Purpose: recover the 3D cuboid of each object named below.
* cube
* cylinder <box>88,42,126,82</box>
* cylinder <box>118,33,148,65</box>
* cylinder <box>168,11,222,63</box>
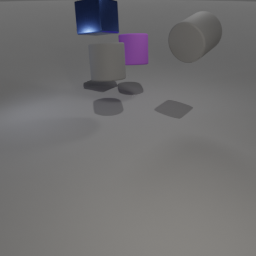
[{"bbox_3d":[-1.379,-4.956,12.589,1.400,1.400,1.400,6,17,32],"label":"cube"},{"bbox_3d":[-0.812,-2.624,11.079,1.400,1.400,1.400,-3,16,1],"label":"cylinder"},{"bbox_3d":[0.268,-3.755,13.423,1.400,1.400,1.400,-2,15,0],"label":"cylinder"},{"bbox_3d":[2.355,-3.191,9.813,1.400,1.400,1.400,20,44,33],"label":"cylinder"}]
